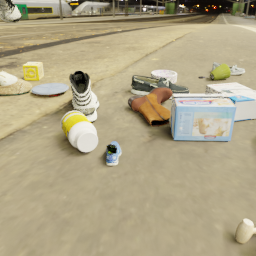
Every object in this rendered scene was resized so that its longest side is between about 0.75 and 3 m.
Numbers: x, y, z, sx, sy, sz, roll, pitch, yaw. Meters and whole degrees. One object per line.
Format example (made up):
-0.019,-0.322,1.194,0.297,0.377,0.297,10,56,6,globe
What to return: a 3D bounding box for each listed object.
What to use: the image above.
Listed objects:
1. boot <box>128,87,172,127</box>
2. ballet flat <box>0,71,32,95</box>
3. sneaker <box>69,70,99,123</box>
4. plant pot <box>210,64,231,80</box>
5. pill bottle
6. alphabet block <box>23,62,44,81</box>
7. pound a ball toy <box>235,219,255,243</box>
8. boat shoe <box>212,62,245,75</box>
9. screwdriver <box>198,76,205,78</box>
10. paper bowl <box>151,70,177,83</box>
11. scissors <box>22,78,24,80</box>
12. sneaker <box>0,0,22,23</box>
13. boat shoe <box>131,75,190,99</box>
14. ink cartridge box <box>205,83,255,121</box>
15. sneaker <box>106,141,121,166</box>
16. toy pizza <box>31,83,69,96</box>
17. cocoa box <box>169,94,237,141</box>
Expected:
1.153,-0.794,9.681,1.827,0.665,1.941,-11,28,-22,boot
-5.455,-1.865,11.581,2.771,0.904,0.977,-4,42,-6,ballet flat
-1.509,-1.347,9.809,1.004,1.530,2.659,-4,25,-9,sneaker
4.454,-2.656,13.720,0.809,0.757,0.757,-25,31,-13,plant pot
-1.303,0.099,7.621,0.768,0.768,1.380,-11,27,-23,pill bottle
-4.664,-2.806,13.842,0.766,0.770,0.784,0,25,1,alphabet block
2.716,1.674,4.316,1.694,0.720,1.105,-5,26,-12,pound a ball toy
5.328,-3.155,14.860,1.679,0.538,0.619,12,27,23,boat shoe
3.933,-2.568,14.132,0.791,0.110,0.115,-4,-6,-13,screwdriver
1.628,-2.221,12.767,1.184,0.616,1.184,1,24,0,paper bowl
-5.818,-2.175,13.306,1.860,0.130,0.680,-8,24,-19,scissors
-2.975,-3.020,6.625,0.615,0.531,1.403,0,-18,25,sneaker
1.305,-1.719,11.526,2.498,0.754,0.944,6,26,13,boat shoe
3.760,-0.967,9.896,1.348,0.790,1.841,-7,27,-15,ink cartridge box
-0.356,0.553,7.072,0.369,0.418,0.938,0,24,0,sneaker
-3.291,-1.604,11.895,1.539,0.244,1.539,-1,24,1,toy pizza
2.104,-0.323,8.128,1.646,1.097,1.080,1,25,2,cocoa box
